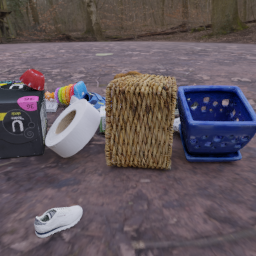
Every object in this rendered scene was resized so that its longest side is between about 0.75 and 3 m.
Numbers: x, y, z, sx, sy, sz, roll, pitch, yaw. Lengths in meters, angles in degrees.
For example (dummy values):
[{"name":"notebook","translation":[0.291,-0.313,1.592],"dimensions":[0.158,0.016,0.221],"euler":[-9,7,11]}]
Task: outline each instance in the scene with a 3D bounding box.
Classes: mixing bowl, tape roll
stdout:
[{"name":"mixing bowl","translation":[-3.066,-1.636,9.188],"dimensions":[0.838,0.454,0.838],"euler":[29,15,-8]},{"name":"tape roll","translation":[-1.672,-0.011,8.505],"dimensions":[1.811,0.633,1.811],"euler":[-34,31,24]}]

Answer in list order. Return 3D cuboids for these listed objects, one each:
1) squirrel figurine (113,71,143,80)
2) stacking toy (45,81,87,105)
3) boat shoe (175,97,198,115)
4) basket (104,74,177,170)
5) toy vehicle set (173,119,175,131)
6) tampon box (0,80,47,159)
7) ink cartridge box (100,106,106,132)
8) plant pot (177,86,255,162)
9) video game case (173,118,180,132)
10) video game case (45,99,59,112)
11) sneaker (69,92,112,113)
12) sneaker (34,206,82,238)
[{"name":"squirrel figurine","translation":[0.602,-2.024,13.855],"dimensions":[2.331,1.767,2.497],"euler":[-10,26,-40]},{"name":"stacking toy","translation":[-3.090,-1.553,13.461],"dimensions":[2.078,1.206,1.141],"euler":[-1,23,14]},{"name":"boat shoe","translation":[2.025,-0.954,11.775],"dimensions":[2.246,0.715,0.794],"euler":[-3,11,45]},{"name":"basket","translation":[0.387,-0.269,8.201],"dimensions":[1.887,2.534,1.808],"euler":[3,22,7]},{"name":"toy vehicle set","translation":[1.711,-0.118,10.992],"dimensions":[1.408,0.187,0.875],"euler":[0,22,0]},{"name":"tampon box","translation":[-3.967,-0.429,9.534],"dimensions":[2.197,1.850,2.931],"euler":[-5,22,-12]},{"name":"ink cartridge box","translation":[-0.529,-0.476,11.109],"dimensions":[1.114,0.636,2.146],"euler":[-3,18,-1]},{"name":"plant pot","translation":[2.477,-0.060,8.379],"dimensions":[1.921,1.727,1.921],"euler":[-1,40,0]},{"name":"video game case","translation":[2.796,-0.033,10.357],"dimensions":[1.902,0.239,2.090],"euler":[25,29,34]},{"name":"video game case","translation":[-4.579,-1.062,13.319],"dimensions":[2.410,0.217,1.726],"euler":[-2,22,-6]},{"name":"sneaker","translation":[-1.308,-1.022,11.952],"dimensions":[2.647,1.089,0.979],"euler":[-15,22,-38]},{"name":"sneaker","translation":[-1.405,1.837,5.799],"dimensions":[1.072,0.431,0.409],"euler":[-18,26,-41]}]
